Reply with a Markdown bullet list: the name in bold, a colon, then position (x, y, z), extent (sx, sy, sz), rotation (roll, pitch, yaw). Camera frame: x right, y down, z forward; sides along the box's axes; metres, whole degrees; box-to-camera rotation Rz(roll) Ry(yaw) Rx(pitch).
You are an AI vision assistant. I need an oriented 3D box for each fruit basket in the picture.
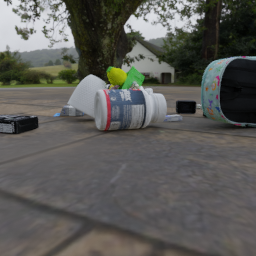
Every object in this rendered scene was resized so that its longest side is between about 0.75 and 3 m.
- **fruit basket**: position (-0.271, -1.941, 11.992), extent (1.713, 1.713, 1.236), rotation (-3, -13, -17)

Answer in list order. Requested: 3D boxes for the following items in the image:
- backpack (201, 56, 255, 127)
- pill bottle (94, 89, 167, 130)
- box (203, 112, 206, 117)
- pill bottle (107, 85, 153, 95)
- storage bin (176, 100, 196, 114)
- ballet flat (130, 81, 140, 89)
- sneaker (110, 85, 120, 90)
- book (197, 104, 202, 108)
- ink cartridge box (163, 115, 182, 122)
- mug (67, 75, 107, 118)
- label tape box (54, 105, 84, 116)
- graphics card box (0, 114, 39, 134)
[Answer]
- **backpack**: position (4.061, -1.345, 10.321), extent (2.904, 2.578, 2.187), rotation (-2, 8, -26)
- **pill bottle**: position (0.074, -0.672, 9.933), extent (2.362, 1.413, 1.413), rotation (-3, 11, -18)
- **box**: position (4.481, -0.651, 12.663), extent (1.537, 0.385, 1.549), rotation (-8, 13, -31)
- **pill bottle**: position (0.032, -1.598, 14.911), extent (2.483, 1.396, 1.396), rotation (4, 11, 15)
- **storage bin**: position (2.895, -1.048, 14.018), extent (0.956, 0.646, 0.448), rotation (1, 11, 3)
- **ballet flat**: position (0.249, -1.566, 11.299), extent (0.369, 0.359, 1.038), rotation (1, 35, 27)
- **sneaker**: position (-0.212, -0.982, 13.176), extent (1.684, 1.103, 2.916), rotation (-37, 46, -6)
- **book**: position (4.805, -1.235, 15.951), extent (0.973, 0.350, 1.456), rotation (-10, 14, -34)
- **ink cartridge box**: position (1.772, -0.412, 11.799), extent (0.935, 0.207, 0.439), rotation (-4, 10, -20)
- **mug**: position (-1.462, -1.298, 11.972), extent (1.761, 1.544, 1.300), rotation (29, -2, -38)
- **label tape box**: position (-2.832, -0.845, 13.488), extent (1.389, 0.439, 1.001), rotation (-1, 11, -6)
- **graphics card box**: position (-4.235, -0.169, 9.755), extent (1.869, 0.475, 1.173), rotation (2, 10, 18)
